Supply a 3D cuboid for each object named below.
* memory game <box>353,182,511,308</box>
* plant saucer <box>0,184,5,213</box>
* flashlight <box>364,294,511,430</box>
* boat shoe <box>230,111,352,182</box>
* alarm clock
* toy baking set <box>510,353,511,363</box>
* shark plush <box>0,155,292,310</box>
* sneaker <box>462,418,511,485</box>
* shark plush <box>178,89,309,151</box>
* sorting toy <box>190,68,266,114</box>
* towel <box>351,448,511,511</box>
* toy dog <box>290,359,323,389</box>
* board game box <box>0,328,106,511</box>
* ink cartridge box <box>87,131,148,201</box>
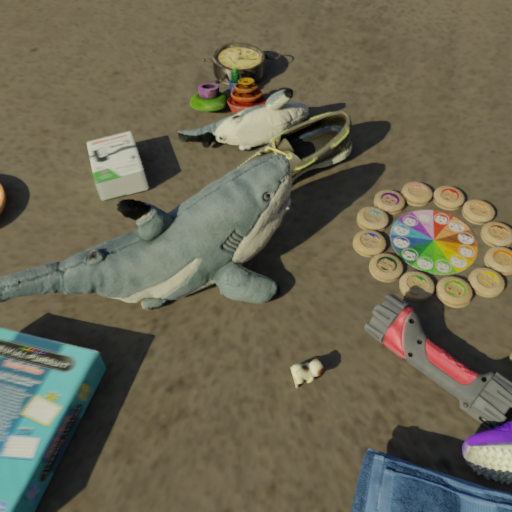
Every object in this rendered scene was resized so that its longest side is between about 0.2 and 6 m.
[{"bbox_3d":[3.101,-0.295,9.691,2.831,0.180,2.831,0,50,0],"label":"memory game"},{"bbox_3d":[-5.310,-0.850,10.079,1.593,0.298,1.593,0,51,0],"label":"plant saucer"},{"bbox_3d":[2.624,1.420,7.919,2.212,0.749,0.752,35,56,27],"label":"flashlight"},{"bbox_3d":[0.604,-1.901,10.499,2.732,0.817,0.976,-27,61,-13],"label":"boat shoe"},{"bbox_3d":[-0.234,-4.405,12.840,1.754,0.584,1.183,-23,53,-15],"label":"alarm clock"},{"bbox_3d":[5.110,1.611,7.956,3.533,0.411,2.712,-36,59,-26],"label":"toy baking set"},{"bbox_3d":[-1.653,-0.360,8.622,4.551,1.895,2.067,-8,51,-7],"label":"shark plush"},{"bbox_3d":[3.656,2.273,7.286,2.105,0.732,1.047,-5,37,1],"label":"sneaker"},{"bbox_3d":[-0.192,-2.548,11.444,2.675,1.215,1.114,-21,29,7],"label":"shark plush"},{"bbox_3d":[-0.584,-3.521,11.892,1.703,0.699,1.023,11,38,16],"label":"sorting toy"},{"bbox_3d":[2.547,3.448,6.214,3.116,0.756,1.739,15,53,12],"label":"towel"},{"bbox_3d":[0.727,1.617,7.955,0.449,0.435,0.313,-15,44,-2],"label":"toy dog"},{"bbox_3d":[-3.336,2.183,7.369,1.780,0.553,2.357,11,51,12],"label":"board game box"},{"bbox_3d":[-2.642,-1.722,10.626,0.911,0.516,1.243,-17,52,-9],"label":"ink cartridge box"}]
